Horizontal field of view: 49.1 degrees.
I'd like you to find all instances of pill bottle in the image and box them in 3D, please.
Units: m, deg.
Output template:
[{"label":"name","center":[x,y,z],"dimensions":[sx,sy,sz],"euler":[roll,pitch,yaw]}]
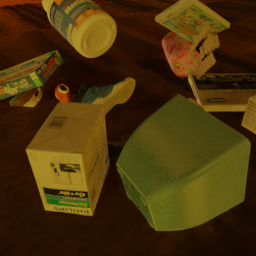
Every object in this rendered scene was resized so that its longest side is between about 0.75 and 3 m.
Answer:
[{"label":"pill bottle","center":[-1.422,-3.035,7.694],"dimensions":[1.248,1.248,2.227],"euler":[-26,60,-31]}]

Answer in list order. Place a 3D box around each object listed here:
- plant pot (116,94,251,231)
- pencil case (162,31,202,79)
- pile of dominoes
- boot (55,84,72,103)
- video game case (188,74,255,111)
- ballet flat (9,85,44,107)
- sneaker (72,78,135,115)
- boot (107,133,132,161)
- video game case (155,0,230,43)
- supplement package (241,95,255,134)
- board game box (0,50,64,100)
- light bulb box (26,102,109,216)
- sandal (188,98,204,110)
[{"label":"plant pot","center":[0.978,0.915,5.916],"dimensions":[2.069,2.026,2.031],"euler":[-30,44,-16]},{"label":"pencil case","center":[2.344,-3.330,12.429],"dimensions":[1.300,1.300,2.974],"euler":[-3,36,-4]},{"label":"pile of dominoes","center":[1.786,-1.720,6.525],"dimensions":[0.186,1.171,0.913],"euler":[-6,80,-8]},{"label":"boot","center":[-2.321,-1.327,10.025],"dimensions":[0.531,0.759,1.416],"euler":[-16,37,-18]},{"label":"video game case","center":[3.832,-1.382,10.477],"dimensions":[2.735,0.319,2.487],"euler":[-1,36,0]},{"label":"ballet flat","center":[-3.430,-1.162,9.861],"dimensions":[0.659,0.703,1.944],"euler":[-31,25,22]},{"label":"sneaker","center":[-0.887,-1.261,9.742],"dimensions":[1.371,0.946,2.465],"euler":[29,51,22]},{"label":"boot","center":[-0.184,0.478,7.816],"dimensions":[1.439,0.487,0.940],"euler":[9,31,-1]},{"label":"video game case","center":[2.108,-3.525,9.304],"dimensions":[1.849,0.204,1.683],"euler":[19,-12,-29]},{"label":"supplement package","center":[4.123,-0.433,8.514],"dimensions":[0.782,1.030,0.776],"euler":[-21,40,-26]},{"label":"board game box","center":[-3.931,-1.726,9.841],"dimensions":[2.986,0.515,2.021],"euler":[-15,31,18]},{"label":"light bulb box","center":[-1.190,0.654,6.311],"dimensions":[1.138,1.823,1.807],"euler":[4,36,9]},{"label":"sandal","center":[2.202,-0.436,9.014],"dimensions":[0.422,0.699,1.718],"euler":[34,27,-24]}]
